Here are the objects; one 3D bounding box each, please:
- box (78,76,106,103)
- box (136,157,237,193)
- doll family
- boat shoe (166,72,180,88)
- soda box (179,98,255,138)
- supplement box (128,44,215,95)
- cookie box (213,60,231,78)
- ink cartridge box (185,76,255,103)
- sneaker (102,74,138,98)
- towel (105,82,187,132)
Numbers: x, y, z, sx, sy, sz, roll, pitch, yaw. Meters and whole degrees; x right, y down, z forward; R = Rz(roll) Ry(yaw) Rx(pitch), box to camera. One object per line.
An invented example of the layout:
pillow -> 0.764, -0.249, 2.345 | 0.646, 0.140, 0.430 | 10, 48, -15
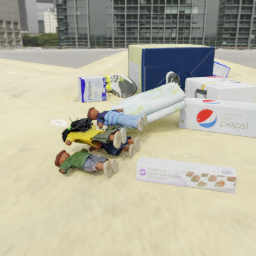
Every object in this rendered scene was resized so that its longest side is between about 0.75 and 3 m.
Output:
box -> -1.379, -1.496, 10.775 | 1.000, 0.920, 0.525 | -8, 21, -20
box -> 0.999, 0.810, 4.930 | 1.704, 0.330, 0.353 | 5, 19, 14
doll family -> -0.620, 0.147, 6.052 | 1.489, 1.011, 2.576 | 4, 14, 25
boat shoe -> 1.635, -1.347, 9.927 | 0.484, 1.280, 0.386 | -29, 37, -13
soda box -> 2.552, -0.314, 7.554 | 2.225, 0.758, 0.708 | 8, 20, 22
supplement box -> 1.690, -2.576, 12.243 | 2.976, 1.998, 2.973 | -4, 19, -12
cookie box -> 4.689, -3.598, 16.242 | 2.097, 0.788, 1.794 | 21, 20, 1
ink cartridge box -> 3.216, -1.223, 9.977 | 1.577, 0.915, 2.136 | -6, 19, -17
sneaker -> -0.258, -1.929, 12.017 | 1.061, 0.934, 2.508 | -12, 22, -32
towel -> 0.457, -0.606, 7.742 | 2.232, 0.537, 1.910 | -22, 15, 9
